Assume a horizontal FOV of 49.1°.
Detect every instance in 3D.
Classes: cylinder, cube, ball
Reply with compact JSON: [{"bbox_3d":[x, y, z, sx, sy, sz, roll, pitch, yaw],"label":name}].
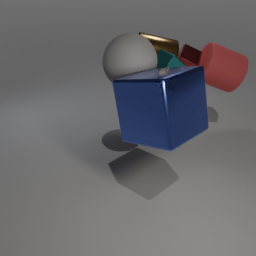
[{"bbox_3d":[3.291,-2.164,10.065,1.400,1.400,1.400,18,27,-12],"label":"cylinder"},{"bbox_3d":[0.719,-0.486,6.009,1.400,1.400,1.400,-24,22,-39],"label":"cube"},{"bbox_3d":[0.048,-1.690,7.160,1.400,1.400,1.400,0,29,0],"label":"ball"},{"bbox_3d":[0.924,-2.532,9.914,1.400,1.400,1.400,10,28,-6],"label":"cylinder"},{"bbox_3d":[1.159,-1.788,8.315,0.700,0.700,0.700,30,9,-41],"label":"cube"},{"bbox_3d":[2.087,-2.382,9.878,0.700,0.700,0.700,23,63,-7],"label":"cube"}]
